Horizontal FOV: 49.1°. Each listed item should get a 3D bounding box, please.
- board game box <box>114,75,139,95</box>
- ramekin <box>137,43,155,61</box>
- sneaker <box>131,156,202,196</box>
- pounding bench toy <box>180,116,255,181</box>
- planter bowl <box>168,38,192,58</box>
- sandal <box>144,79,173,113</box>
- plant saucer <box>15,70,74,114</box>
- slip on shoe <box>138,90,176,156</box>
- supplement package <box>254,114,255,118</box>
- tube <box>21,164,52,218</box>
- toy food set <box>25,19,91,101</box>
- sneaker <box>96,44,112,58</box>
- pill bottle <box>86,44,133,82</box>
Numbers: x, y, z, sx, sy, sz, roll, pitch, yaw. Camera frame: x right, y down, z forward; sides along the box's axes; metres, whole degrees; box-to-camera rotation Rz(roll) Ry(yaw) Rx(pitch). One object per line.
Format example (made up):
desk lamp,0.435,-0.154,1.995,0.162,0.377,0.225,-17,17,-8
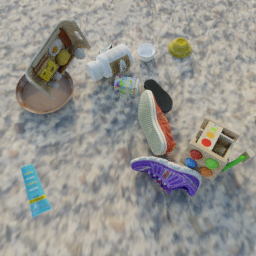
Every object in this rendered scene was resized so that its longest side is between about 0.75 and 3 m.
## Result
board game box,-0.050,-1.739,11.374,0.959,0.494,0.503,9,64,4
ramekin,0.790,-3.269,12.189,0.767,0.374,0.767,0,64,-1
sneaker,1.228,1.640,9.495,2.470,0.996,1.031,17,73,9
pounding bench toy,3.069,0.935,9.459,2.058,1.279,1.605,30,56,14
planter bowl,2.313,-3.643,12.334,1.077,0.448,1.077,0,63,0
sandal,1.239,-1.245,11.222,0.701,0.446,1.864,-20,53,-9
plant saucer,-3.317,-1.506,11.319,2.335,0.402,2.335,0,63,0
slip on shoe,1.048,-0.228,10.491,0.836,1.012,2.731,2,56,-32
supplement package,6.186,-1.226,10.450,1.674,1.686,2.222,30,68,14
tube,-2.122,1.392,6.348,0.442,0.288,1.143,-22,74,-10
toy food set,-1.848,-1.817,7.781,0.600,1.425,1.985,31,85,16
sneaker,-1.033,-3.299,12.193,0.459,0.413,1.063,21,66,13
pill bottle,-0.758,-2.644,11.528,1.775,1.015,1.015,-30,68,-14
